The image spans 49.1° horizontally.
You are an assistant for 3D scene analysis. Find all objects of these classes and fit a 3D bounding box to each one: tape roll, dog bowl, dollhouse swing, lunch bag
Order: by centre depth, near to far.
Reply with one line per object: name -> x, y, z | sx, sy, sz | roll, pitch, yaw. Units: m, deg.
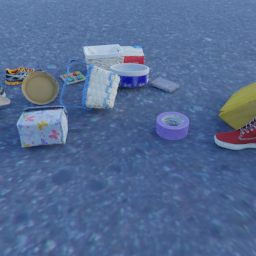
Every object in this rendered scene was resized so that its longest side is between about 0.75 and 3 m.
lunch bag -> -3.073, -0.202, 10.313 | 1.573, 1.179, 1.855 | -4, 25, -4
tape roll -> 1.692, -0.096, 10.707 | 1.218, 0.518, 1.218 | 1, 35, -1
dollhouse swing -> 5.666, -0.484, 11.286 | 2.521, 2.439, 2.774 | -26, 11, 47
dog bowl -> 0.074, -2.632, 13.842 | 1.906, 0.751, 1.906 | 1, 24, -1

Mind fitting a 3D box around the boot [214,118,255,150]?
boot -> 4.157, -0.040, 9.734 | 2.139, 1.543, 0.774 | -1, 35, 0

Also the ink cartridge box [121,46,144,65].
ink cartridge box -> 0.252, -3.960, 16.010 | 1.264, 0.732, 2.175 | -3, 36, -3

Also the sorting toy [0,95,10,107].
sorting toy -> -6.178, -1.238, 11.529 | 2.071, 0.305, 1.531 | 24, 26, 16

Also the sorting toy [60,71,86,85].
sorting toy -> -2.839, -2.651, 14.602 | 1.109, 0.218, 1.198 | -21, 40, -27

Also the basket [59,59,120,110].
basket -> -1.606, -1.678, 11.685 | 2.270, 2.002, 1.579 | 14, 1, 3

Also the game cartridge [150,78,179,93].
game cartridge -> 1.800, -2.123, 13.869 | 1.252, 0.240, 0.811 | 28, 48, 33

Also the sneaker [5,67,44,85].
sneaker -> -5.240, -2.729, 14.245 | 1.996, 0.771, 0.781 | -15, 36, -23

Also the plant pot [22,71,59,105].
plant pot -> -3.948, -1.787, 12.645 | 1.588, 0.218, 1.588 | 4, 75, -16

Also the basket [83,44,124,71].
basket -> -1.307, -3.661, 15.142 | 2.030, 1.252, 1.376 | -7, 35, -12

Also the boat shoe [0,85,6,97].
boat shoe -> -5.969, -1.358, 12.439 | 0.631, 0.584, 1.710 | 4, 35, 6
